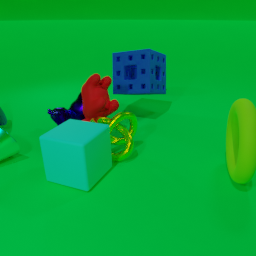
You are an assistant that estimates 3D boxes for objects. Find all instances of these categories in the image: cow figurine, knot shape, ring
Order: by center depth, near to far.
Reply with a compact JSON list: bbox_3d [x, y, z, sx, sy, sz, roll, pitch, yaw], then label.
[{"bbox_3d":[2.103,0.241,5.220,0.315,1.575,1.575,2,23,10],"label":"ring"},{"bbox_3d":[-0.342,0.080,6.143,1.070,1.144,0.529,27,-24,-10],"label":"knot shape"},{"bbox_3d":[-0.867,-0.430,6.753,0.787,1.434,1.411,4,-26,-44],"label":"cow figurine"},{"bbox_3d":[-1.376,-0.515,7.392,1.275,1.296,0.711,24,9,-20],"label":"cow figurine"}]

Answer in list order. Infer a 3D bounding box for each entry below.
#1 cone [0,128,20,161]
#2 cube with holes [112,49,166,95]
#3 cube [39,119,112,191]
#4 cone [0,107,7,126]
[{"bbox_3d":[-2.955,0.574,5.742,1.004,1.004,1.008,11,50,23],"label":"cone"},{"bbox_3d":[0.359,-1.605,8.350,1.192,1.192,1.192,2,6,30],"label":"cube with holes"},{"bbox_3d":[-0.960,0.478,5.397,0.956,0.956,0.956,8,25,23],"label":"cube"},{"bbox_3d":[-4.008,-0.215,7.266,1.142,1.138,1.138,-35,27,1],"label":"cone"}]
